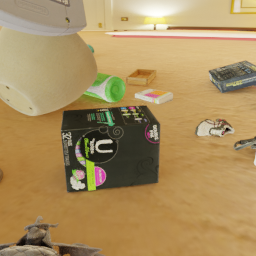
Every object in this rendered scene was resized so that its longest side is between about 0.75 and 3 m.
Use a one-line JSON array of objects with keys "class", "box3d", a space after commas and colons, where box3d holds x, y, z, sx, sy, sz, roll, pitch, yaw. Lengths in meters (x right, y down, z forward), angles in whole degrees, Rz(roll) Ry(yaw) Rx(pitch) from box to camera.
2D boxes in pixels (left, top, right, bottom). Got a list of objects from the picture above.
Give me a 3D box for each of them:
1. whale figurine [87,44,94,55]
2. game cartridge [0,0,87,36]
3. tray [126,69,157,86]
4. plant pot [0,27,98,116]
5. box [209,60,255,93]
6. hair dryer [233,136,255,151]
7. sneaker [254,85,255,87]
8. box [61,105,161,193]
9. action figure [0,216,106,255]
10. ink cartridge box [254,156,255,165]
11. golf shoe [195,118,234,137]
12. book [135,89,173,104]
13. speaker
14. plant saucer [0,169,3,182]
[{"class": "whale figurine", "box3d": [-2.925, -5.134, 18.419, 1.550, 0.804, 1.233, 20, 30, 33]}, {"class": "game cartridge", "box3d": [-2.146, -2.946, 5.652, 0.604, 1.967, 2.955, -18, -8, 38]}, {"class": "tray", "box3d": [0.615, -2.220, 12.177, 0.911, 0.342, 1.847, 7, 25, 15]}, {"class": "plant pot", "box3d": [-2.646, -1.532, 7.982, 2.963, 2.963, 1.989, 13, 59, 29]}, {"class": "box", "box3d": [4.220, -2.060, 11.045, 1.628, 0.527, 2.065, -15, 22, 9]}, {"class": "hair dryer", "box3d": [3.775, 0.117, 5.885, 2.875, 0.781, 2.190, -10, 19, -43]}, {"class": "sneaker", "box3d": [5.267, -1.868, 11.353, 0.478, 0.444, 1.106, 9, 30, -7]}, {"class": "box", "box3d": [-0.321, 0.325, 5.018, 1.610, 1.196, 1.001, -4, 23, -10]}, {"class": "action figure", "box3d": [-1.055, 1.627, 2.295, 1.845, 0.983, 2.835, -10, 18, 3]}, {"class": "ink cartridge box", "box3d": [2.959, 0.593, 4.235, 2.230, 1.306, 0.751, 21, 35, 41]}, {"class": "golf shoe", "box3d": [2.112, 0.014, 6.831, 1.035, 0.400, 0.456, -11, 32, -24]}, {"class": "book", "box3d": [0.884, -1.104, 9.652, 0.742, 0.267, 1.111, -21, 30, -37]}, {"class": "speaker", "box3d": [-1.109, -1.506, 9.745, 2.137, 0.945, 0.945, 20, 30, 39]}, {"class": "plant saucer", "box3d": [-2.877, 0.903, 4.992, 1.188, 0.175, 1.188, -1, 23, 0]}]
